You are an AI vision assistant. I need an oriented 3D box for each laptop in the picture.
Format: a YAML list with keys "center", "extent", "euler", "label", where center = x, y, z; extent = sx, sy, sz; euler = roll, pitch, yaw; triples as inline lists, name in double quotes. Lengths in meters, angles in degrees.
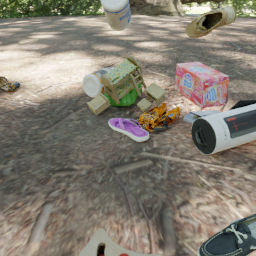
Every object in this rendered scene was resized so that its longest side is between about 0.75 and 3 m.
- center: [3.664, -0.795, 10.456]
  extent: [1.736, 1.075, 1.854]
  euler: [-5, 24, -39]
  label: "laptop"

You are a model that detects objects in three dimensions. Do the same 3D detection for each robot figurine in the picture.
- center: [1.144, -0.416, 10.683]
  extent: [1.320, 0.530, 1.821]
  euler: [20, 33, 36]
  label: "robot figurine"

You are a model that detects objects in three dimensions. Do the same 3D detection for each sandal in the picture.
- center: [0.054, -0.097, 10.119]
  extent: [0.802, 0.484, 1.971]
  euler: [-22, 35, -36]
  label: "sandal"

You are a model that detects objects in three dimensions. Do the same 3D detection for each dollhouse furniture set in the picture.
- center: [-0.132, -1.308, 10.903]
  extent: [2.433, 1.353, 2.152]
  euler: [-40, 59, -14]
  label: "dollhouse furniture set"

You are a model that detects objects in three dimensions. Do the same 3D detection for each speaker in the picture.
- center: [3.591, -0.034, 9.251]
  extent: [2.988, 1.213, 1.213]
  euler: [-13, 30, -24]
  label: "speaker"

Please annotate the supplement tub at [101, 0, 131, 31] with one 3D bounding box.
- center: [-0.346, -3.716, 8.781]
  extent: [0.827, 0.827, 1.254]
  euler: [4, -9, 8]
  label: "supplement tub"

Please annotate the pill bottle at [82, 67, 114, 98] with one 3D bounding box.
- center: [-1.168, -2.278, 13.603]
  extent: [1.156, 1.156, 1.987]
  euler: [18, 32, 31]
  label: "pill bottle"

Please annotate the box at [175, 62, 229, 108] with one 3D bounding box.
- center: [3.317, -2.080, 12.982]
  extent: [1.260, 1.366, 2.661]
  euler: [-8, 29, -15]
  label: "box"

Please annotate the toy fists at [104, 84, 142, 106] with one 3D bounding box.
- center: [-0.108, -1.703, 12.816]
  extent: [1.284, 0.866, 2.519]
  euler: [9, 28, 15]
  label: "toy fists"

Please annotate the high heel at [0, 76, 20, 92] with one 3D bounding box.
- center: [-6.369, -2.177, 13.941]
  extent: [1.671, 0.597, 1.191]
  euler: [8, 21, -3]
  label: "high heel"

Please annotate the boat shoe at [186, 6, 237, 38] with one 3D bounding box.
- center: [2.997, -4.100, 10.901]
  extent: [0.776, 0.857, 2.404]
  euler: [-21, 8, -28]
  label: "boat shoe"

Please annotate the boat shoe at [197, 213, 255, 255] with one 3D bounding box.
- center: [2.322, 2.158, 5.646]
  extent: [2.055, 0.620, 0.777]
  euler: [-13, 30, -23]
  label: "boat shoe"

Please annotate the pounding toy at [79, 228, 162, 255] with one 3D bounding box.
- center: [0.015, 2.347, 4.726]
  extent: [1.129, 1.133, 1.975]
  euler: [-26, 37, -33]
  label: "pounding toy"

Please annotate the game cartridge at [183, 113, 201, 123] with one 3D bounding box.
- center: [2.564, -0.417, 11.114]
  extent: [0.528, 0.165, 0.793]
  euler: [26, 37, 34]
  label: "game cartridge"
